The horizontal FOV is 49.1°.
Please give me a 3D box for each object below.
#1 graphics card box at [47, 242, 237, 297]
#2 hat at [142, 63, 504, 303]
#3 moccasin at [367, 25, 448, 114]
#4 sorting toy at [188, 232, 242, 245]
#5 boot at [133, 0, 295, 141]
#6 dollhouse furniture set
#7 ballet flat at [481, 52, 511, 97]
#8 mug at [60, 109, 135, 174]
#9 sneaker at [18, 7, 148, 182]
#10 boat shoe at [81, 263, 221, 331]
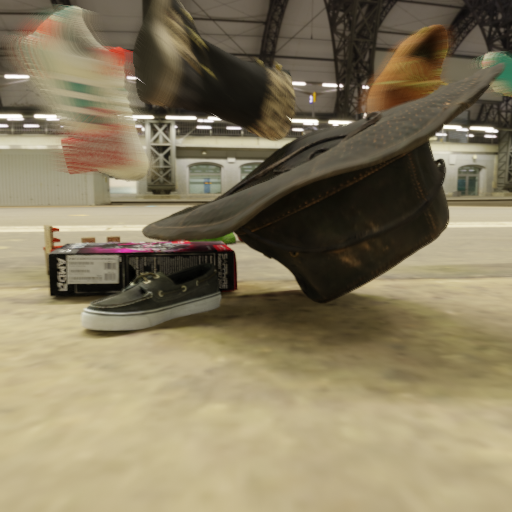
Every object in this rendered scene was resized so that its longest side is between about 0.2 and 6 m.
[{"bbox_3d":[-1.352,0.125,6.875,2.110,0.537,1.324,-2,7,-9],"label":"graphics card box"},{"bbox_3d":[0.841,-0.462,5.954,3.954,1.595,3.954,-26,13,6],"label":"hat"},{"bbox_3d":[2.853,-3.149,10.156,1.063,2.906,1.122,39,-31,-7],"label":"moccasin"},{"bbox_3d":[-0.557,-0.775,13.121,2.200,0.903,1.322,-3,7,-24],"label":"sorting toy"},{"bbox_3d":[-0.655,-2.849,8.361,2.152,1.046,2.858,15,36,-24],"label":"boot"},{"bbox_3d":[-2.286,-0.101,8.034,1.369,0.713,1.384,-4,8,-32],"label":"dollhouse furniture set"},{"bbox_3d":[4.020,-2.654,8.714,1.575,0.596,0.503,18,-7,-19],"label":"ballet flat"},{"bbox_3d":[-2.370,-1.654,8.300,0.960,0.852,0.640,-15,-4,-13],"label":"mug"},{"bbox_3d":[-2.783,-2.868,10.005,1.490,3.187,1.122,-28,12,32],"label":"sneaker"},{"bbox_3d":[-0.933,0.356,5.197,0.541,0.446,1.576,5,8,37],"label":"boat shoe"}]
